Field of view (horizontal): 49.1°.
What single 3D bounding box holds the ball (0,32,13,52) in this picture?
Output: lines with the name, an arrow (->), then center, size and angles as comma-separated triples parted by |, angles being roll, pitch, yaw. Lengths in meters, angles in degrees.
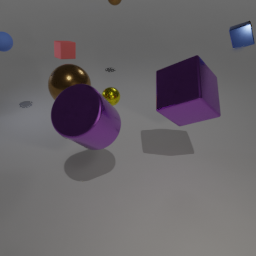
ball -> -4.579, -3.156, 10.239 | 0.700, 0.700, 0.700 | 0, 32, 0

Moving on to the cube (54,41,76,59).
cube -> -2.739, -3.392, 12.148 | 0.700, 0.700, 0.700 | -12, 26, -35

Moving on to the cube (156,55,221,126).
cube -> 1.782, -1.036, 8.355 | 1.400, 1.400, 1.400 | -15, 62, 35

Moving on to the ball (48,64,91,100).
ball -> -1.926, -1.411, 9.286 | 1.400, 1.400, 1.400 | 0, 32, 0

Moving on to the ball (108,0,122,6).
ball -> -0.629, -6.179, 13.257 | 0.700, 0.700, 0.700 | 0, 32, 0

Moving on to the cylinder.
cylinder -> -1.056, -0.243, 7.362 | 1.400, 1.400, 1.400 | -6, 72, 17

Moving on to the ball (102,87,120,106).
ball -> -0.629, -1.155, 10.310 | 0.700, 0.700, 0.700 | 0, 32, 0

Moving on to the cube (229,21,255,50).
cube -> 3.950, -3.216, 9.716 | 0.700, 0.700, 0.700 | -11, 23, 27
